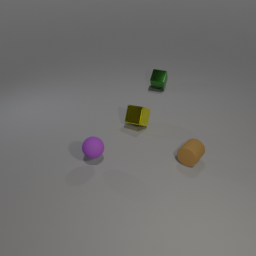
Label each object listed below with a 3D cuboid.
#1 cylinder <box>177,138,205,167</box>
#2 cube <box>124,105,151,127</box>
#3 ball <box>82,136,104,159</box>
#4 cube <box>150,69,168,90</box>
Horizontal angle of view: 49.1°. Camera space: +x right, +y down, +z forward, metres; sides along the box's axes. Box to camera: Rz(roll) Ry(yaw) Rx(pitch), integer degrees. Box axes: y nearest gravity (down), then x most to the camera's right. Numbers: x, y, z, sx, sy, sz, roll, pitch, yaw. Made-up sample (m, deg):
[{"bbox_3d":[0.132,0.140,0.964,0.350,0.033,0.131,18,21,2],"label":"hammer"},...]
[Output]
[{"bbox_3d":[2.073,0.800,9.197,0.700,0.700,0.700,21,36,30],"label":"cylinder"},{"bbox_3d":[0.383,-0.479,10.999,0.700,0.700,0.700,11,0,31],"label":"cube"},{"bbox_3d":[-1.100,0.616,8.848,0.700,0.700,0.700,0,31,0],"label":"ball"},{"bbox_3d":[1.557,-2.433,14.050,0.700,0.700,0.700,12,70,16],"label":"cube"}]
